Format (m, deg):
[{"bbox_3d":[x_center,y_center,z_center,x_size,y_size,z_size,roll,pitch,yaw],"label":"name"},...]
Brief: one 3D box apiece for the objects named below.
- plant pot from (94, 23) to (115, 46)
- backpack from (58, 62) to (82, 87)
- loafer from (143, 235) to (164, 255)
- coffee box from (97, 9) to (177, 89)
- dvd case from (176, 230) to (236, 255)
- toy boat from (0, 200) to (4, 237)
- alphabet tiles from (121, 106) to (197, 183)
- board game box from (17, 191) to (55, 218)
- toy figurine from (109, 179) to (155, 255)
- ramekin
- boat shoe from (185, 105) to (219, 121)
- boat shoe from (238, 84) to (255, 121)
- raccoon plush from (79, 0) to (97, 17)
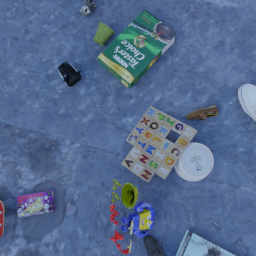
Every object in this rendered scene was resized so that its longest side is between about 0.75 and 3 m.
[{"bbox_3d":[-1.065,-3.871,11.716,0.759,0.759,0.721,32,93,7],"label":"plant pot"},{"bbox_3d":[-2.416,-2.184,11.342,0.784,0.594,0.939,-39,79,-17],"label":"backpack"},{"bbox_3d":[1.000,4.440,9.800,0.542,0.538,1.488,-36,64,0],"label":"loafer"},{"bbox_3d":[0.389,-3.262,11.541,1.831,0.655,2.977,42,81,8],"label":"coffee box"},{"bbox_3d":[2.996,5.278,9.820,2.965,0.326,2.165,27,79,7],"label":"dvd case"},{"bbox_3d":[-5.059,3.243,9.893,1.056,1.058,1.618,-5,78,-1],"label":"toy boat"},{"bbox_3d":[0.977,0.640,10.576,2.182,0.098,2.610,31,79,28],"label":"alphabet tiles"},{"bbox_3d":[-3.444,2.835,10.443,1.333,0.215,0.800,-9,74,-2],"label":"board game box"},{"bbox_3d":[0.322,3.016,10.028,1.509,1.329,2.520,-1,97,-35],"label":"toy figurine"},{"bbox_3d":[2.490,1.234,10.489,1.477,0.775,1.477,0,77,0],"label":"ramekin"},{"bbox_3d":[2.944,-0.527,11.030,1.333,0.480,0.453,-18,77,-4],"label":"boat shoe"},{"bbox_3d":[5.420,-0.571,10.778,1.081,0.981,2.939,-32,79,-7],"label":"boat shoe"},{"bbox_3d":[-1.862,-5.357,12.219,0.771,0.556,1.150,-36,50,7],"label":"raccoon plush"}]
